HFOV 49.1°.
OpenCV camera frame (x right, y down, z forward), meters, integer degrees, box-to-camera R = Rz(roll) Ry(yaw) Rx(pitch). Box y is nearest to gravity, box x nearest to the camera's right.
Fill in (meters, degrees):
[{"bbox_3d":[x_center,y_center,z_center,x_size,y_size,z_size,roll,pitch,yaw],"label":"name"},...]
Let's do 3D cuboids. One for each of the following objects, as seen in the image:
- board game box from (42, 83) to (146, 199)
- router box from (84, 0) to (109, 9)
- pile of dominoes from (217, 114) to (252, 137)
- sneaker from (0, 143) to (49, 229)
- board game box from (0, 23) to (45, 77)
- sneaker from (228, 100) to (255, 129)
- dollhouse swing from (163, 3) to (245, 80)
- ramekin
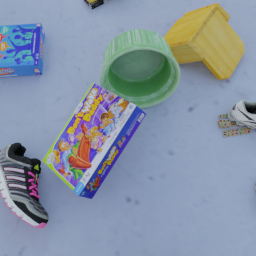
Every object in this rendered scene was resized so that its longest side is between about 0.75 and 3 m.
[{"bbox_3d":[-1.016,0.295,8.000,1.877,0.625,2.792,31,88,36],"label":"board game box"},{"bbox_3d":[-1.387,-5.611,12.162,0.903,0.236,0.710,-33,68,-16],"label":"router box"},{"bbox_3d":[3.608,-0.156,9.420,1.109,0.177,0.864,-7,63,-3],"label":"pile of dominoes"},{"bbox_3d":[-2.956,1.499,8.070,1.257,1.060,2.873,-38,64,-11],"label":"sneaker"},{"bbox_3d":[-4.641,-2.915,10.568,2.782,0.626,2.115,-5,63,-3],"label":"board game box"},{"bbox_3d":[4.490,-0.352,9.046,2.213,0.979,0.820,13,61,-1],"label":"sneaker"},{"bbox_3d":[2.850,-3.087,10.779,2.172,2.101,2.390,5,54,51],"label":"dollhouse swing"},{"bbox_3d":[0.342,-1.913,9.056,2.507,2.507,1.224,-4,52,-2],"label":"ramekin"}]
